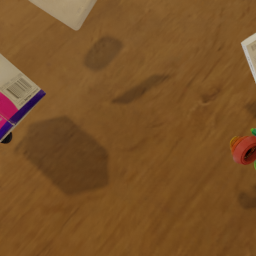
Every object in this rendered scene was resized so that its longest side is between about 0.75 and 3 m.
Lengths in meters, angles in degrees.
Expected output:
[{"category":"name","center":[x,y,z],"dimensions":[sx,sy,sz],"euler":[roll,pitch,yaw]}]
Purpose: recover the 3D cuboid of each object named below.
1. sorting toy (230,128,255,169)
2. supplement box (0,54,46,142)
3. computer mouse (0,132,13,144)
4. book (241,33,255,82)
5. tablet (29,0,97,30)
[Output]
[{"category":"sorting toy","center":[2.169,0.339,4.830],"dimensions":[0.665,1.107,0.455],"euler":[-60,35,16]},{"category":"supplement box","center":[-3.054,-0.871,5.114],"dimensions":[2.508,1.296,1.269],"euler":[44,31,-15]},{"category":"computer mouse","center":[-3.260,-0.070,6.956],"dimensions":[1.062,0.245,0.746],"euler":[16,90,8]},{"category":"book","center":[3.533,-1.577,6.621],"dimensions":[1.193,1.785,0.429],"euler":[-31,34,10]},{"category":"tablet","center":[-1.002,-3.029,5.496],"dimensions":[1.894,1.232,0.129],"euler":[-53,38,16]}]
